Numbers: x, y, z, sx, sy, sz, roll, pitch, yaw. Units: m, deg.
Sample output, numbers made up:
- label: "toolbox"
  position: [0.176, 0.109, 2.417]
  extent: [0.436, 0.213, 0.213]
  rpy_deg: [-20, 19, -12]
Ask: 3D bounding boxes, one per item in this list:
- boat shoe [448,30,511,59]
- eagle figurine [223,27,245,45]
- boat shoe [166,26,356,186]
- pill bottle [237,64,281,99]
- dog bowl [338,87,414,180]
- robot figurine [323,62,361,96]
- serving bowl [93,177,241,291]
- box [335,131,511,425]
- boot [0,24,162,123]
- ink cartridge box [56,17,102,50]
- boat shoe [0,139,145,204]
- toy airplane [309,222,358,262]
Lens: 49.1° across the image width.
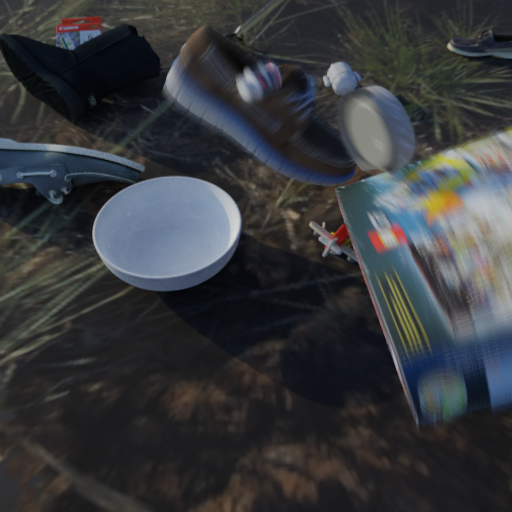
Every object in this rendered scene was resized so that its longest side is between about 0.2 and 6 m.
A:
- label: "boat shoe"
  position: [5.047, -4.676, 12.250]
  extent: [1.598, 0.518, 0.575]
  rpy_deg: [8, 48, 7]
- label: "eagle figurine"
  position: [-0.602, -4.767, 12.416]
  extent: [0.667, 0.506, 0.503]
  rpy_deg: [-3, 67, -9]
- label: "boat shoe"
  position: [0.298, -2.280, 8.727]
  extent: [3.390, 1.227, 1.225]
  rpy_deg: [26, 47, -14]
- label: "pill bottle"
  position: [0.036, -2.403, 7.761]
  extent: [0.565, 0.338, 0.338]
  rpy_deg: [-33, 55, -21]
- label: "dog bowl"
  position: [1.451, -1.495, 6.745]
  extent: [0.338, 1.154, 1.154]
  rpy_deg: [-28, 53, -12]
- label: "robot figurine"
  position: [1.720, -3.541, 11.226]
  extent: [0.729, 0.485, 0.859]
  rpy_deg: [-12, 47, 1]
- label: "serving bowl"
  position: [-1.238, -0.236, 8.040]
  extent: [2.059, 0.677, 2.059]
  rpy_deg: [0, 47, 0]
- label: "box"
  position: [2.439, -0.178, 5.917]
  extent: [2.691, 0.743, 3.940]
  rpy_deg: [-18, 24, 9]
- label: "boot"
  position: [-3.485, -3.942, 11.185]
  extent: [2.691, 1.028, 2.261]
  rpy_deg: [38, 61, 22]
- label: "ink cartridge box"
  position: [-3.731, -4.561, 11.883]
  extent: [0.924, 0.427, 1.696]
  rpy_deg: [-6, 67, -6]
- label: "boat shoe"
  position: [-3.332, -1.307, 9.089]
  extent: [2.994, 1.090, 0.925]
  rpy_deg: [6, 91, -4]
- label: "toy airplane"
  position: [1.175, -0.182, 8.095]
  extent: [0.754, 0.535, 0.758]
  rpy_deg: [3, 52, -13]
